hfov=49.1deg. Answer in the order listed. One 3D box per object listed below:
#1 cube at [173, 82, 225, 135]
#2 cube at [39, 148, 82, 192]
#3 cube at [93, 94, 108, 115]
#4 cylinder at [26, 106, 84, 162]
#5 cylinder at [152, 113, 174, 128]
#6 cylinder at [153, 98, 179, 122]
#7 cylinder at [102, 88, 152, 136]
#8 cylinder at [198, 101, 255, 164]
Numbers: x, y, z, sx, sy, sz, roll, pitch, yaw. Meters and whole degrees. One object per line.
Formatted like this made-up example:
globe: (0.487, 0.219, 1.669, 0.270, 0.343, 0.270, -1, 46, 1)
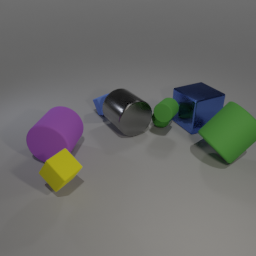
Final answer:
cube: (2.668, -0.801, 10.863, 1.400, 1.400, 1.400, -15, 34, -23)
cube: (-1.775, 1.104, 7.378, 0.700, 0.700, 0.700, 46, 42, 5)
cube: (-0.935, -0.981, 11.539, 0.700, 0.700, 0.700, -25, 12, -18)
cylinder: (-2.315, 0.202, 9.066, 1.400, 1.400, 1.400, 5, 30, 9)
cylinder: (1.366, -0.458, 10.809, 0.700, 0.700, 0.700, 14, 29, 23)
cylinder: (1.347, -0.640, 9.844, 0.700, 0.700, 0.700, 15, 29, 24)
cylinder: (-0.043, -0.606, 10.493, 1.400, 1.400, 1.400, -16, 34, -26)
cylinder: (3.162, 0.139, 8.680, 1.400, 1.400, 1.400, -45, 34, 8)
